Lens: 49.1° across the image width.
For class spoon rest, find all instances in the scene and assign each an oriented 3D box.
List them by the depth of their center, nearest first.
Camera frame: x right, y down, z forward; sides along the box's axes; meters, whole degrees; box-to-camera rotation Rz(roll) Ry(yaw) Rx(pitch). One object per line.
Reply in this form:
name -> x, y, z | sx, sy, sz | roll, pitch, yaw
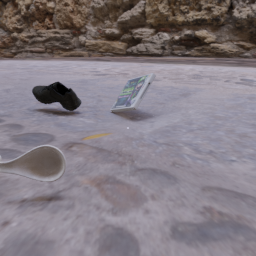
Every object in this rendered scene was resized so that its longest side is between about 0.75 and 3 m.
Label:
spoon rest -> -1.622, 0.595, 4.570 | 1.249, 0.620, 0.378 | -3, 10, 7

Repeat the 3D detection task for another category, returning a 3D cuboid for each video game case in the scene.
video game case -> 0.144, -1.231, 9.964 | 0.189, 1.474, 1.621 | 39, -19, -25

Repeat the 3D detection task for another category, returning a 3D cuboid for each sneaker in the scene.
sneaker -> -2.679, -1.330, 10.250 | 2.073, 0.941, 0.787 | 13, 57, 20
